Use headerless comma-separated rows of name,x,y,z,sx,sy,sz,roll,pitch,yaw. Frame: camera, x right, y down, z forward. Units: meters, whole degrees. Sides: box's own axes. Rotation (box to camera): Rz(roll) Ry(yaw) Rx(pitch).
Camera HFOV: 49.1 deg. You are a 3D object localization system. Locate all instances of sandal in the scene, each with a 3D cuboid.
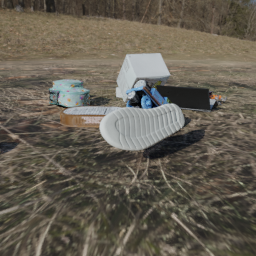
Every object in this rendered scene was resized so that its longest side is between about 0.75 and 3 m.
sandal,0.435,0.020,7.618,2.822,1.148,0.693,-10,-13,-35

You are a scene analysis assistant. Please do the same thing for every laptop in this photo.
laptop,2.884,-1.654,13.491,2.373,1.469,2.535,9,28,24

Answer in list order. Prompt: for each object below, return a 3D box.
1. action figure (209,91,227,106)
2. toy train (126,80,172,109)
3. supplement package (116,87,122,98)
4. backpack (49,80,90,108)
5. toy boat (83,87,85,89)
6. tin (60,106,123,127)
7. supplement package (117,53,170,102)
action figure,4.270,-1.549,14.721,1.391,0.727,1.345,-13,15,-38
toy train,0.800,-0.720,9.678,0.946,2.183,1.247,-11,49,40
supplement package,-0.151,-2.077,16.396,0.990,0.579,0.581,15,23,40
backpack,-2.788,-1.660,13.799,1.863,1.428,1.638,23,22,35
toy boat,-2.914,-1.985,16.229,1.095,0.714,0.716,2,-12,5
tin,-1.345,-0.486,11.478,2.876,0.602,1.611,1,22,2
supplement package,0.763,-2.671,15.001,2.024,2.117,1.557,-9,63,-23
